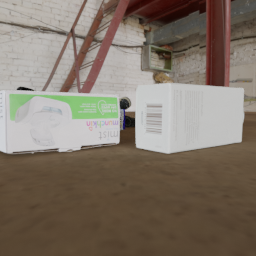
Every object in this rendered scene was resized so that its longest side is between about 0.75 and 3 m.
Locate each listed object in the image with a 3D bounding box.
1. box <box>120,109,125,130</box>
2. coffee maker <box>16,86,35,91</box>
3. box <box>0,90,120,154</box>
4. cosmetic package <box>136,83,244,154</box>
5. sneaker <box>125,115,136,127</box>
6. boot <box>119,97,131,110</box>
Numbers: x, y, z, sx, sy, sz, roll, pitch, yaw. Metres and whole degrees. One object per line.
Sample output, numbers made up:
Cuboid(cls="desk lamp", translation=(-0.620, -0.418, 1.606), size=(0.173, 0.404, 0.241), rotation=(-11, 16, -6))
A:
Cuboid(cls="box", translation=(-1.062, -0.308, 10.283), size=(1.401, 0.799, 1.523), rotation=(3, 5, 29))
Cuboid(cls="coffee maker", translation=(-3.058, -0.501, 10.408), size=(2.185, 1.532, 2.275), rotation=(30, 22, 31))
Cuboid(cls="box", translation=(-1.756, -0.155, 6.185), size=(2.417, 1.169, 2.133), rotation=(-2, 3, -38))
Cuboid(cls="cosmetic package", translation=(1.470, -0.269, 6.251), size=(2.681, 1.363, 0.992), rotation=(-2, 6, -41))
Cuboid(cls="sneaker", translation=(0.214, -0.232, 12.033), size=(1.345, 0.511, 0.610), rotation=(8, -3, 4))
Cuboid(cls="boot", translation=(-0.990, -0.581, 12.675), size=(2.170, 0.783, 1.639), rotation=(-27, 11, 28))
